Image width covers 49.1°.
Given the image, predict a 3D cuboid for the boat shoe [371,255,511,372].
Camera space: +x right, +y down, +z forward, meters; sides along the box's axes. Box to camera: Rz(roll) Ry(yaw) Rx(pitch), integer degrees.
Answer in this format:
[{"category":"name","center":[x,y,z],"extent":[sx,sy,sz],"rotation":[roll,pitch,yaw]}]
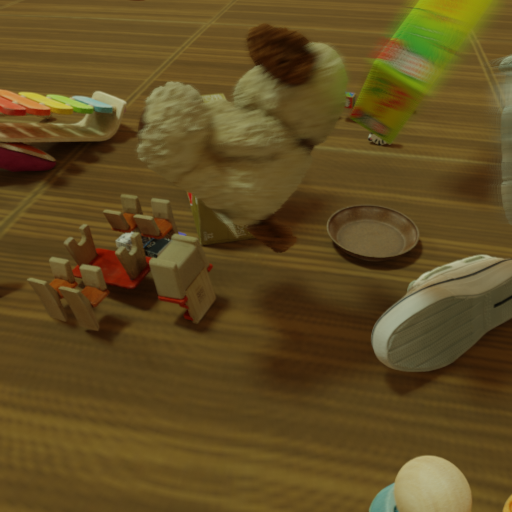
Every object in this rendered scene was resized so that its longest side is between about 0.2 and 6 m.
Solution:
[{"category":"boat shoe","center":[2.352,0.651,7.043],"extent":[2.755,1.013,0.920],"rotation":[-13,23,-30]}]

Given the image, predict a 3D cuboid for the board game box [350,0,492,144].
[{"category":"board game box","center":[1.760,-2.194,5.235],"extent":[0.511,1.090,2.146],"rotation":[35,81,4]}]

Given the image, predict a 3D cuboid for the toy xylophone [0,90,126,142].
[{"category":"toy xylophone","center":[-4.359,-2.842,10.932],"extent":[2.391,0.820,3.265],"rotation":[23,24,29]}]

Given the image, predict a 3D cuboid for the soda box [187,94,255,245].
[{"category":"soda box","center":[-0.744,-1.628,9.662],"extent":[1.061,1.122,3.314],"rotation":[-8,39,-10]}]

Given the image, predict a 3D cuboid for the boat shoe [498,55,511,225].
[{"category":"boat shoe","center":[1.891,-0.825,3.562],"extent":[0.822,2.231,0.716],"rotation":[-31,43,-2]}]

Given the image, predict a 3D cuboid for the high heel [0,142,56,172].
[{"category":"high heel","center":[-5.187,-1.558,10.206],"extent":[2.800,1.346,0.944],"rotation":[10,17,-18]}]

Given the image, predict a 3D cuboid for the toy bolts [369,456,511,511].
[{"category":"toy bolts","center":[2.000,2.232,4.382],"extent":[2.142,1.486,2.046],"rotation":[18,41,22]}]

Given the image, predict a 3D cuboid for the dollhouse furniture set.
[{"category":"dollhouse furniture set","center":[-1.620,0.213,7.583],"extent":[1.977,1.029,1.998],"rotation":[10,43,27]}]

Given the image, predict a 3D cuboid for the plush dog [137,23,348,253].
[{"category":"plush dog","center":[0.168,-1.297,5.728],"extent":[1.814,1.942,2.261],"rotation":[40,12,9]}]

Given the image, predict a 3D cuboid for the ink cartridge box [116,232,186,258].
[{"category":"ink cartridge box","center":[-1.622,-0.285,8.718],"extent":[0.787,0.172,0.795],"rotation":[16,40,21]}]

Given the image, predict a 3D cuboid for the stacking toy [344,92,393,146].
[{"category":"stacking toy","center":[1.915,-3.237,12.236],"extent":[2.735,0.643,2.062],"rotation":[11,37,18]}]

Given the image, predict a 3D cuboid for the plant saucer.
[{"category":"plant saucer","center":[1.790,-0.321,8.694],"extent":[1.402,0.256,1.402],"rotation":[1,38,-1]}]
